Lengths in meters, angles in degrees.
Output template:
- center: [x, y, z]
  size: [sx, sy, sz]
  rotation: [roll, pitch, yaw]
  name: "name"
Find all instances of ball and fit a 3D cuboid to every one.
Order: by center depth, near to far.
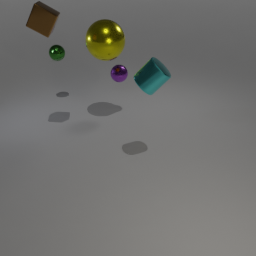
- center: [-0.793, -3.076, 9.843]
  size: [1.400, 1.400, 1.400]
  rotation: [0, 29, 0]
  name: "ball"
- center: [-0.353, -2.178, 11.197]
  size: [0.700, 0.700, 0.700]
  rotation: [0, 29, 0]
  name: "ball"
- center: [-3.114, -3.296, 12.283]
  size: [0.700, 0.700, 0.700]
  rotation: [0, 29, 0]
  name: "ball"

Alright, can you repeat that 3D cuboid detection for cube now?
- center: [-2.509, -3.230, 8.314]
  size: [0.700, 0.700, 0.700]
  rotation: [25, 25, -18]
  name: "cube"

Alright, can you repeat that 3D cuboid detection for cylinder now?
- center: [0.621, -1.322, 7.168]
  size: [0.700, 0.700, 0.700]
  rotation: [36, 28, -23]
  name: "cylinder"
